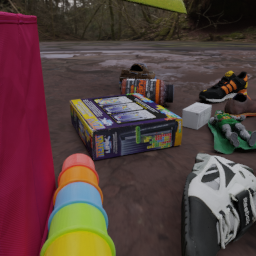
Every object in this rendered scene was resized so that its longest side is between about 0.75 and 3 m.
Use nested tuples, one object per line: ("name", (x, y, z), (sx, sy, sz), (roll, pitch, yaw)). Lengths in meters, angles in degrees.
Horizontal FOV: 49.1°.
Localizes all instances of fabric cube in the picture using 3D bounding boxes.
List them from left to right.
("fabric cube", (-2.527, 0.280, 3.165), (2.936, 2.983, 2.993), (-4, 21, -7))

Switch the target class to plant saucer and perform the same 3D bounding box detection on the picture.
("plant saucer", (0.793, -4.642, 9.997), (2.348, 0.563, 2.352), (9, 23, -8))

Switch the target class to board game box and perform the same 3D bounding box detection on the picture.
("board game box", (-0.201, -0.185, 7.510), (2.243, 0.769, 2.713), (-9, 23, -18))

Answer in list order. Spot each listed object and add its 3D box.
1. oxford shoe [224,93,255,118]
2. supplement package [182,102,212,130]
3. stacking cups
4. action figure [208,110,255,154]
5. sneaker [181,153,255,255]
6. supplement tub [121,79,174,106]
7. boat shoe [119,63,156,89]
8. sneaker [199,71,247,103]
("oxford shoe", (3.850, -0.782, 9.093), (2.044, 0.741, 0.728), (-19, 28, -40))
("supplement package", (2.036, -0.370, 8.300), (0.514, 0.534, 0.939), (16, 26, 34))
("stacking cups", (-0.750, 1.157, 3.874), (0.882, 0.882, 2.917), (-4, 19, -11))
("action figure", (2.688, -0.050, 7.445), (1.370, 0.634, 2.320), (-2, 17, 2))
("sneaker", (1.391, 1.052, 3.941), (1.147, 0.960, 2.592), (5, 22, 21))
("supplement tub", (0.699, -1.252, 9.999), (1.843, 0.985, 0.985), (2, 21, 6))
("boat shoe", (0.575, -2.580, 13.475), (0.998, 1.000, 2.762), (12, 24, 28))
("sneaker", (3.735, -1.677, 10.964), (2.419, 1.088, 0.846), (-11, 24, -28))
